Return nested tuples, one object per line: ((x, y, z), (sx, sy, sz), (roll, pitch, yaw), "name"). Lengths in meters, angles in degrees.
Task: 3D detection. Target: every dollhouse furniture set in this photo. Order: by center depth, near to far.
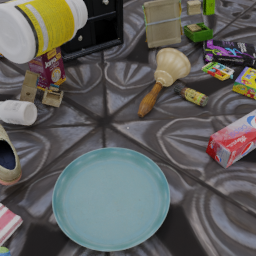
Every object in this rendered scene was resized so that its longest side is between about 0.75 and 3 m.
((-2.891, -1.169, 9.381), (1.256, 0.880, 0.885), (14, 41, -21), "dollhouse furniture set")
((2.015, -4.627, 11.830), (2.882, 1.888, 1.447), (-10, 34, 0), "dollhouse furniture set")

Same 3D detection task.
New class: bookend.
((-1.707, -4.548, 11.135), (2.873, 2.892, 1.332), (-24, 50, -23), "bookend")

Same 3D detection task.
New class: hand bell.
((0.991, -1.364, 9.476), (1.332, 1.332, 2.559), (23, 63, 21), "hand bell")

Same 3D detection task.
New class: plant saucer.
((-0.395, 1.635, 6.796), (2.785, 0.382, 2.785), (0, 46, 0), "plant saucer")

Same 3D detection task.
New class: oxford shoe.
((-3.220, 0.244, 6.744), (0.810, 0.844, 2.287), (-32, 79, -37), "oxford shoe")

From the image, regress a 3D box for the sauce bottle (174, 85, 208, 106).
((2.110, -1.125, 9.519), (1.203, 0.389, 0.389), (28, 52, 27), "sauce bottle")

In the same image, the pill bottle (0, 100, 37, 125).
((-3.434, -0.478, 8.425), (1.212, 0.693, 0.693), (6, 45, 18), "pill bottle")

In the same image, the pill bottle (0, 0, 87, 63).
((-2.568, -3.242, 8.589), (1.624, 1.624, 2.918), (22, 43, 20), "pill bottle")

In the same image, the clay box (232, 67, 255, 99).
((4.794, -1.390, 9.707), (1.952, 0.465, 1.122), (26, 52, 25), "clay box")

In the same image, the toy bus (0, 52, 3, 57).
((-5.274, -3.098, 11.350), (0.773, 0.805, 0.546), (-43, 49, 10), "toy bus")

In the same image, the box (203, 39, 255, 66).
((4.116, -3.106, 11.401), (2.054, 0.371, 1.468), (9, 41, 7), "box")

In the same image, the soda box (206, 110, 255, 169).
((3.296, 0.217, 7.961), (2.210, 0.701, 0.774), (-26, 51, -24), "soda box")

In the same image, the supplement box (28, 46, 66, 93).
((-2.817, -2.139, 9.743), (0.759, 1.472, 0.963), (22, 50, 20), "supplement box")

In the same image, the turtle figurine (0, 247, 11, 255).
((-2.262, 3.191, 5.025), (1.415, 1.967, 1.907), (16, 64, -16), "turtle figurine")

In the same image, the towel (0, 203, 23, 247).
((-4.100, 2.231, 6.198), (2.925, 0.438, 2.140), (22, 47, 21), "towel")

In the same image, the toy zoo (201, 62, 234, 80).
((3.506, -2.178, 10.731), (0.751, 0.117, 1.144), (-33, 54, -29), "toy zoo")
